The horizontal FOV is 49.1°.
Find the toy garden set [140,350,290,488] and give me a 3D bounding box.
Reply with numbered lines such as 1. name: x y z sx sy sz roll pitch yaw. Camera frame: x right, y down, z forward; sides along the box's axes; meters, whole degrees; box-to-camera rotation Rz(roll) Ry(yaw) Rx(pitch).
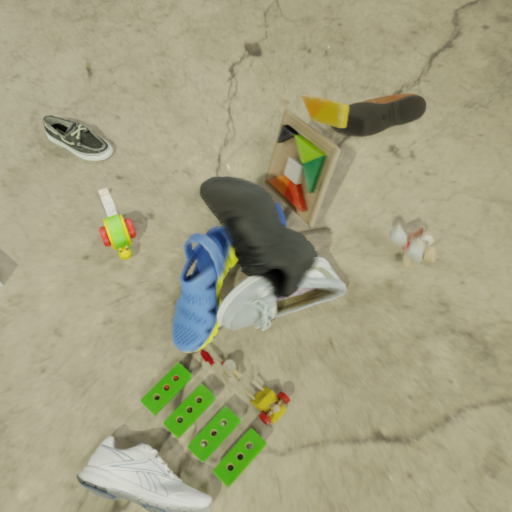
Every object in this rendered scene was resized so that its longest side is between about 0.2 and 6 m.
1. toy garden set: -0.605 2.508 9.321 2.019 0.403 1.683 37 67 22

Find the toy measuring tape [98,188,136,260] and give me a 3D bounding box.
1. toy measuring tape: -2.864 -0.764 11.185 0.726 0.726 1.973 -19 60 -12

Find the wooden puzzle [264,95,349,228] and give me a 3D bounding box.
1. wooden puzzle: 0.744 -1.637 10.264 0.329 2.813 1.897 -10 37 -32

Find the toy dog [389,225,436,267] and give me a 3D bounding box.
1. toy dog: 2.811 -0.275 10.088 0.786 1.191 0.574 0 62 21

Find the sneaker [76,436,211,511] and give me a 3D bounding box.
1. sneaker: -1.646 3.378 8.559 2.112 0.787 0.920 16 54 9

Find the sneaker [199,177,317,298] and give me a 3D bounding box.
1. sneaker: -0.011 -0.283 8.990 2.410 0.915 1.094 42 54 -17

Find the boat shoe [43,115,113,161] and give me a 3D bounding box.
1. boat shoe: -3.999 -2.634 12.424 1.740 0.554 0.615 22 60 13

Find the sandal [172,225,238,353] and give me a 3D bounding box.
1. sandal: -1.029 0.517 9.776 0.944 1.034 2.375 13 88 27

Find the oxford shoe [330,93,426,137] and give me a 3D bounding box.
1. oxford shoe: 2.703 -3.264 12.859 2.191 0.781 0.781 -11 28 -4

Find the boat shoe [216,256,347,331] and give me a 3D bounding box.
1. boat shoe: 0.463 0.736 9.889 2.463 0.908 0.790 -17 48 -30

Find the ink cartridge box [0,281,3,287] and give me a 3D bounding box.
1. ink cartridge box: -5.606 0.585 10.404 0.952 0.549 1.312 36 65 20
